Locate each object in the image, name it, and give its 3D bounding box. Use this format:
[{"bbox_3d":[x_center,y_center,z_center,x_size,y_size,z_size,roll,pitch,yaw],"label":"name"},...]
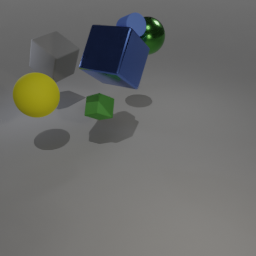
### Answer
[{"bbox_3d":[0.725,-3.530,10.761,1.400,1.400,1.400,0,30,0],"label":"ball"},{"bbox_3d":[-0.969,-0.710,9.522,0.700,0.700,0.700,-7,-17,43],"label":"cube"},{"bbox_3d":[0.089,-3.114,8.617,0.700,0.700,0.700,-17,16,-27],"label":"cylinder"},{"bbox_3d":[-2.854,-1.024,8.766,1.400,1.400,1.400,0,30,0],"label":"ball"},{"bbox_3d":[-3.128,-2.982,11.870,1.400,1.400,1.400,39,47,12],"label":"cube"},{"bbox_3d":[-0.379,-2.135,8.530,1.400,1.400,1.400,15,-3,28],"label":"cube"}]
